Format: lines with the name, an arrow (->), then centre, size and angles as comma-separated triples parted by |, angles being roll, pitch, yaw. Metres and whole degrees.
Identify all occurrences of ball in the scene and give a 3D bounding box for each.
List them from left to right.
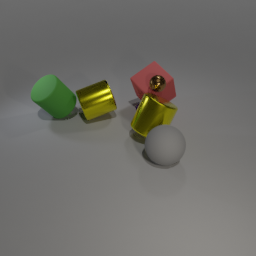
ball -> 1.208, -1.811, 11.429 | 0.700, 0.700, 0.700 | 0, 32, 0
ball -> 1.274, 0.583, 9.601 | 1.400, 1.400, 1.400 | 0, 32, 0

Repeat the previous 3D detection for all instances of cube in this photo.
cube -> 1.167, -1.845, 12.708 | 1.400, 1.400, 1.400 | -36, 59, -5

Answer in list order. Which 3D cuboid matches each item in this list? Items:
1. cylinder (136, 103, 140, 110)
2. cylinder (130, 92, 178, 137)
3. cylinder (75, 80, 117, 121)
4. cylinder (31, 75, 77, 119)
cylinder -> 0.731, -0.651, 12.039 | 0.700, 0.700, 0.700 | -8, 45, 8
cylinder -> 0.991, -0.446, 10.785 | 1.400, 1.400, 1.400 | 23, 17, -8
cylinder -> -1.369, -1.203, 12.129 | 1.400, 1.400, 1.400 | -22, 36, -6
cylinder -> -3.174, -1.333, 12.053 | 1.400, 1.400, 1.400 | -14, 56, 22
